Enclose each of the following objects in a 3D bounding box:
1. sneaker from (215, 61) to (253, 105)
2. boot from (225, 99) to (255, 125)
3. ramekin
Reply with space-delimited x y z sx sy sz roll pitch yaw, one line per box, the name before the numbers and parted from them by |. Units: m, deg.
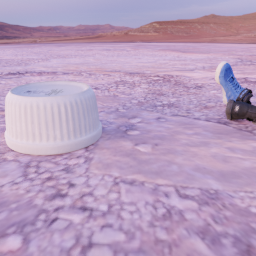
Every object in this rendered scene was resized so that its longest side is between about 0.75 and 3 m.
sneaker | 3.659 -1.362 9.435 0.745 1.940 1.079 -42 43 -13
boot | 3.853 -0.317 8.033 1.890 0.620 1.558 15 8 24
ramekin | -1.965 -0.411 7.382 2.532 1.329 2.532 0 21 0
